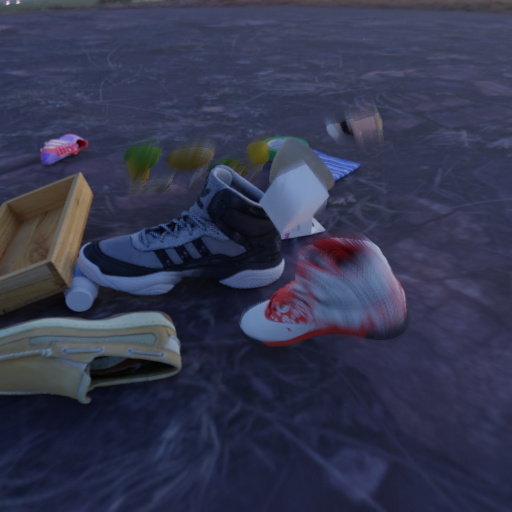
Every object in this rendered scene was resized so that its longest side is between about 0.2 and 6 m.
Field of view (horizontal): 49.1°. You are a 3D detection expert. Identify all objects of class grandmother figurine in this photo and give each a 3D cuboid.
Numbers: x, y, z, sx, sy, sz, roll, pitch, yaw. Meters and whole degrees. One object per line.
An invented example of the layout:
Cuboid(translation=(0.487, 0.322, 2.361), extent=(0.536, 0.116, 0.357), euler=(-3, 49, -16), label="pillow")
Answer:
Cuboid(translation=(1.751, -2.329, 10.106), extent=(0.976, 0.592, 0.296), euler=(-3, 62, 27), label="grandmother figurine")

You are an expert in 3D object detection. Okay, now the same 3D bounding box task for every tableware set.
Cuboid(translation=(-1.261, -2.009, 11.957), extent=(3.104, 0.476, 2.091), euler=(-7, -13, -15), label="tableware set")

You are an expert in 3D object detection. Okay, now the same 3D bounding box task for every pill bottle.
Cuboid(translation=(-2.960, 0.485, 9.510), extent=(0.552, 0.552, 1.015), euler=(-5, 30, -8), label="pill bottle")

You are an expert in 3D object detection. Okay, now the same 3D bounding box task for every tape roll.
Cuboid(translation=(0.782, -2.984, 15.668), extent=(1.324, 0.318, 1.324), euler=(0, 30, 0), label="tape roll")

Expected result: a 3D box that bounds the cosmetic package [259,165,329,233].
Cuboid(translation=(0.547, -0.838, 8.303), extent=(0.615, 0.735, 0.612), euler=(-28, 78, -30), label="cosmetic package")

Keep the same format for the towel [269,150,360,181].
Cuboid(translation=(1.519, -2.256, 14.498), extent=(1.529, 0.252, 2.112), euler=(23, 37, 32), label="towel")

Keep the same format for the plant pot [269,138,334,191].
Cuboid(translation=(0.893, -1.785, 12.774), extent=(1.014, 1.510, 1.510), euler=(-46, 44, -7), label="plant pot")

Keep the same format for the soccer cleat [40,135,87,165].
Cuboid(translation=(-5.284, -2.922, 15.364), extent=(0.659, 0.575, 1.723), euler=(10, 29, 7), label="soccer cleat")

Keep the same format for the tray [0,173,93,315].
Cuboid(translation=(-4.105, -0.280, 10.272), extent=(1.774, 0.666, 3.596), euler=(-21, 32, 3), label="tray")

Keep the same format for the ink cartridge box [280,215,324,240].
Cuboid(translation=(0.594, -0.781, 11.709), extent=(1.530, 0.516, 0.891), euler=(-10, 32, -16), label="ink cartridge box")

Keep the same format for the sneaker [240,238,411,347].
Cuboid(translation=(0.689, 0.477, 7.744), extent=(2.632, 1.410, 0.879), euler=(-7, 37, 33), label="sneaker")

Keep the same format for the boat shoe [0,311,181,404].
Cuboid(translation=(-2.431, 1.461, 7.499), extent=(2.894, 1.037, 1.102), euler=(-10, 43, -17), label="boat shoe")

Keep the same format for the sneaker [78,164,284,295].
Cuboid(translation=(-1.161, -0.514, 9.458), extent=(3.563, 2.027, 1.344), euler=(0, 34, -14), label="sneaker")

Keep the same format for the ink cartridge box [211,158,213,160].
Cuboid(translation=(-1.661, -2.704, 15.354), extent=(0.725, 0.157, 0.718), euler=(21, 35, 29), label="ink cartridge box")
